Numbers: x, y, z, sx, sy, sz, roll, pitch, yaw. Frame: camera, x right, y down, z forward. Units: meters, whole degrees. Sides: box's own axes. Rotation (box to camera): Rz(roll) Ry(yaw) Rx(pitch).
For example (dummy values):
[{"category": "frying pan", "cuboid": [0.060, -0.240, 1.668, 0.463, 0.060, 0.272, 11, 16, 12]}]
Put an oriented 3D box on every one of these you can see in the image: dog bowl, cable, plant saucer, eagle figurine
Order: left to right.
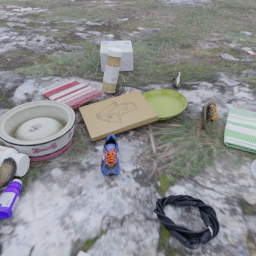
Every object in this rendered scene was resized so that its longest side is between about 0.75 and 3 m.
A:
[{"category": "eagle figurine", "cuboid": [-3.905, 1.492, 8.214, 1.234, 0.931, 0.936, -39, 37, 19]}, {"category": "dog bowl", "cuboid": [-3.270, 0.104, 10.353, 2.775, 1.023, 2.775, 0, 37, 0]}, {"category": "plant saucer", "cuboid": [1.446, -0.997, 12.272, 2.267, 0.352, 2.267, -5, 38, 4]}, {"category": "cable", "cuboid": [1.588, 2.383, 7.730, 1.486, 0.463, 1.821, -29, 45, -34]}]

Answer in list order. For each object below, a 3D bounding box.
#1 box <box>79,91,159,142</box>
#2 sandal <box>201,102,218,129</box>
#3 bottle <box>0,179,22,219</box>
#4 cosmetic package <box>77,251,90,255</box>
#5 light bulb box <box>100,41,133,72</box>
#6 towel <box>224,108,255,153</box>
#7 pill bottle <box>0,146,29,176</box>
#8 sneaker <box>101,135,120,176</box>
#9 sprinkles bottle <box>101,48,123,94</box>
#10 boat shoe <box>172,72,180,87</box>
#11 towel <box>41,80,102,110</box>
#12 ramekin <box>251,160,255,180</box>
[{"category": "box", "cuboid": [-0.440, -0.588, 11.575, 2.787, 0.296, 2.278, -18, 38, -11]}, {"category": "sandal", "cuboid": [3.349, -0.542, 11.217, 0.568, 0.851, 2.082, 5, 18, 29]}, {"category": "bottle", "cuboid": [-3.473, 2.048, 8.228, 0.513, 0.401, 1.228, -3, 36, 4]}, {"category": "cosmetic package", "cuboid": [-0.840, 3.373, 6.139, 0.906, 0.747, 0.747, 17, 40, 20]}, {"category": "light bulb box", "cuboid": [-0.646, -4.119, 15.961, 1.811, 1.140, 1.827, -2, 36, -2]}, {"category": "towel", "cuboid": [4.873, 0.072, 10.996, 2.006, 0.308, 2.630, 13, 39, 19]}, {"category": "pill bottle", "cuboid": [-4.154, 1.072, 9.089, 1.717, 0.954, 0.954, 9, 37, 11]}, {"category": "sneaker", "cuboid": [-0.620, 0.910, 9.514, 0.683, 0.711, 1.813, -4, 36, -4]}, {"category": "sprinkles bottle", "cuboid": [-0.767, -2.686, 13.188, 0.699, 2.048, 0.699, 10, 25, -5]}, {"category": "boat shoe", "cuboid": [2.462, -2.514, 14.391, 0.405, 0.440, 1.232, 9, 42, 4]}, {"category": "towel", "cuboid": [-2.673, -1.580, 13.080, 1.867, 0.295, 2.593, -29, 38, -32]}, {"category": "ramekin", "cuboid": [4.852, 1.266, 9.005, 1.578, 0.735, 1.578, -1, 37, 0]}]
